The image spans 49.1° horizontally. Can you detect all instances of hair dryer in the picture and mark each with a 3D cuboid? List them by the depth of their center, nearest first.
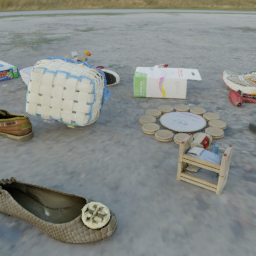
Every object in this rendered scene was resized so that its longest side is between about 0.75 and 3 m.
[{"bbox_3d":[4.270,-1.119,10.297,1.116,0.398,1.465,24,37,36],"label":"hair dryer"}]

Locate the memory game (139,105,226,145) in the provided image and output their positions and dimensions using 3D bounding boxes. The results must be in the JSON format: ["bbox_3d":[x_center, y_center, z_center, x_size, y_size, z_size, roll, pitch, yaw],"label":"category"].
[{"bbox_3d":[1.677,-0.160,8.722,2.680,0.171,2.680,-1,27,0],"label":"memory game"}]

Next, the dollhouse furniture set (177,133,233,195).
[{"bbox_3d":[1.893,0.576,6.431,1.006,1.000,1.427,17,32,28],"label":"dollhouse furniture set"}]

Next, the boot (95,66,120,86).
[{"bbox_3d":[-0.963,-2.417,12.496,1.896,0.687,1.368,12,29,29],"label":"boot"}]

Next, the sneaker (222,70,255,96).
[{"bbox_3d":[5.129,-1.910,10.916,2.950,1.212,1.148,23,35,38],"label":"sneaker"}]

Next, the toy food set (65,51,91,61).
[{"bbox_3d":[-2.640,-3.708,14.935,1.326,0.633,0.597,-16,31,-24],"label":"toy food set"}]

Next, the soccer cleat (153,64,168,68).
[{"bbox_3d":[1.404,-2.657,13.116,0.699,0.563,1.640,-1,24,24],"label":"soccer cleat"}]

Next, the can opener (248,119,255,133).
[{"bbox_3d":[4.348,0.157,7.640,0.568,0.717,2.159,-17,28,-27],"label":"can opener"}]

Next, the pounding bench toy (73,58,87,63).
[{"bbox_3d":[-1.893,-2.455,11.239,0.898,0.701,0.558,-13,-15,33],"label":"pounding bench toy"}]

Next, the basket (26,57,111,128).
[{"bbox_3d":[-1.858,-1.141,8.590,2.453,1.935,2.782,13,21,-1],"label":"basket"}]

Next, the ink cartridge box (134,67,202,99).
[{"bbox_3d":[1.528,-1.801,11.091,2.501,0.842,1.465,3,28,6],"label":"ink cartridge box"}]

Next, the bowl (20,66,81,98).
[{"bbox_3d":[-2.893,-1.966,11.378,2.289,0.856,2.292,24,37,35],"label":"bowl"}]

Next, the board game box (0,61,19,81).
[{"bbox_3d":[-6.693,-2.718,13.216,2.775,0.478,1.878,24,36,38],"label":"board game box"}]

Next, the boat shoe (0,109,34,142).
[{"bbox_3d":[-3.743,-0.214,8.206,2.169,0.737,0.780,8,29,14],"label":"boat shoe"}]

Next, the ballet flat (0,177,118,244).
[{"bbox_3d":[-1.506,1.418,5.225,2.754,0.638,0.928,11,30,20],"label":"ballet flat"}]
